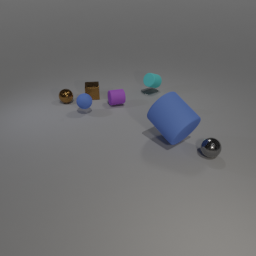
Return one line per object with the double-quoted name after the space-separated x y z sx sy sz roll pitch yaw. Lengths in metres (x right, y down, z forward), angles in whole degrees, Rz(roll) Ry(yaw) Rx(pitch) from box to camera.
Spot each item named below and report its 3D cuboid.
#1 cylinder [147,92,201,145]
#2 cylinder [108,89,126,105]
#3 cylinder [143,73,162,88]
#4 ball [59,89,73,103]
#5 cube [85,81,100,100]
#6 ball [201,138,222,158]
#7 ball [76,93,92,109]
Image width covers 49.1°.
1.643 -0.353 10.143 1.400 1.400 1.400 -24 64 -35 "cylinder"
-0.548 -1.473 13.311 0.700 0.700 0.700 -9 31 -17 "cylinder"
1.257 -2.430 14.357 0.700 0.700 0.700 24 16 35 "cylinder"
-3.006 -1.551 13.578 0.700 0.700 0.700 0 30 0 "ball"
-1.799 -1.873 14.090 0.700 0.700 0.700 -4 33 -6 "cube"
2.872 0.681 9.693 0.700 0.700 0.700 0 30 0 "ball"
-1.941 -1.189 12.459 0.700 0.700 0.700 0 30 0 "ball"
